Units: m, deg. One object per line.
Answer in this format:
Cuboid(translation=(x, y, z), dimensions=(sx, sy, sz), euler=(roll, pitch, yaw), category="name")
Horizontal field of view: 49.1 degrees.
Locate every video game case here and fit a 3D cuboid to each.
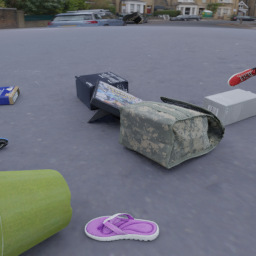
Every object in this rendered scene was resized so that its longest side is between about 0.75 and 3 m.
Cuboid(translation=(-0.195, -1.026, 11.891), dimensions=(2.718, 0.347, 2.456), euler=(24, 23, -12), category="video game case")

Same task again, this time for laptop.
Cuboid(translation=(-0.555, -0.472, 12.374), dimensions=(1.791, 1.038, 1.677), euler=(31, 29, -1), category="laptop")

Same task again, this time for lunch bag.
Cuboid(translation=(1.572, -0.071, 9.687), dimensions=(2.976, 1.750, 2.440), euler=(-13, 25, -38), category="lunch bag")

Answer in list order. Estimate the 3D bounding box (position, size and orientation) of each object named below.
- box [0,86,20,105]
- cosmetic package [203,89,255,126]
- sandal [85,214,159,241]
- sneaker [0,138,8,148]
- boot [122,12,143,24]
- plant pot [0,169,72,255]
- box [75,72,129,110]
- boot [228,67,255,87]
Cuboid(translation=(-7.236, -1.611, 14.317), dimensions=(2.944, 0.477, 1.783), euler=(-6, 26, -9), category="box")
Cuboid(translation=(4.550, -0.957, 12.336), dimensions=(2.369, 1.068, 1.265), euler=(-12, 29, -29), category="cosmetic package")
Cuboid(translation=(-0.142, 2.202, 6.428), dimensions=(1.689, 0.415, 0.687), euler=(1, 26, 1), category="sandal")
Cuboid(translation=(-4.704, 0.678, 9.678), dimensions=(1.129, 0.400, 0.468), euler=(-18, 34, -21), category="sneaker")
Cuboid(translation=(0.249, -5.455, 14.086), dimensions=(0.926, 0.339, 0.697), euler=(-12, -15, 31), category="boot")
Cuboid(translation=(-2.401, 1.732, 5.811), dimensions=(2.152, 2.266, 2.266), euler=(-8, 24, -42), category="plant pot")
Cuboid(translation=(-1.353, -1.958, 14.163), dimensions=(2.045, 1.169, 2.246), euler=(-11, 27, -23), category="box")
Cuboid(translation=(3.983, -1.767, 9.610), dimensions=(1.017, 0.368, 0.734), euler=(-29, 5, -1), category="boot")
